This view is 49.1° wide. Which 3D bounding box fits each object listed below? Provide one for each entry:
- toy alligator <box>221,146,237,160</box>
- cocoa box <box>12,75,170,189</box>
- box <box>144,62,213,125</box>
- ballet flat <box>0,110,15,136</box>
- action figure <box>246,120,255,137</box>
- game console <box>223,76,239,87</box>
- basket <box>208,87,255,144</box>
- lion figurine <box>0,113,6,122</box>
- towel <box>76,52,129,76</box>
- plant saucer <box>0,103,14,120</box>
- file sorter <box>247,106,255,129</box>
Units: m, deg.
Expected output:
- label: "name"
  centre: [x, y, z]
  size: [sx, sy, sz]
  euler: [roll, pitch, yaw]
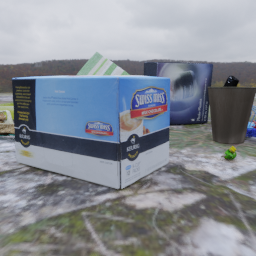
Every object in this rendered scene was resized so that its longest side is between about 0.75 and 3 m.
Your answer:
- label: "toy alligator"
  centre: [2.269, 0.607, 6.232]
  size: [0.237, 0.259, 0.874]
  euler: [47, 28, 16]
- label: "cocoa box"
  centre: [-0.757, -0.143, 5.740]
  size: [2.788, 1.829, 1.859]
  euler: [6, 11, 34]
- label: "box"
  centre: [1.998, -1.459, 11.656]
  size: [2.473, 2.493, 1.537]
  euler: [-3, 14, -16]
- label: "ballet flat"
  centre: [-3.508, -0.107, 8.492]
  size: [2.605, 0.850, 0.918]
  euler: [2, 0, 5]
- label: "action figure"
  centre: [3.966, 0.135, 8.053]
  size: [0.843, 0.666, 2.577]
  euler: [0, 10, -32]
- label: "game console"
  centre: [3.930, -1.136, 10.434]
  size: [0.245, 1.200, 2.034]
  euler: [12, 26, -7]
- label: "basket"
  centre: [2.959, -0.394, 8.120]
  size: [1.073, 1.578, 1.423]
  euler: [-8, 11, -38]
- label: "lion figurine"
  centre: [-5.810, -0.394, 12.139]
  size: [1.110, 0.402, 0.680]
  euler: [-15, 19, -6]
- label: "towel"
  centre: [-0.883, -2.197, 12.881]
  size: [2.552, 1.946, 0.299]
  euler: [34, -33, -4]
- label: "plant saucer"
  centre: [-5.666, -0.895, 14.145]
  size: [2.634, 0.631, 2.630]
  euler: [2, 9, 13]
- label: "file sorter"
  centre: [3.661, -0.389, 8.874]
  size: [1.029, 0.631, 0.714]
  euler: [-4, 30, -37]
